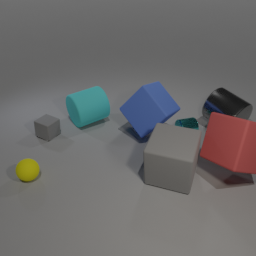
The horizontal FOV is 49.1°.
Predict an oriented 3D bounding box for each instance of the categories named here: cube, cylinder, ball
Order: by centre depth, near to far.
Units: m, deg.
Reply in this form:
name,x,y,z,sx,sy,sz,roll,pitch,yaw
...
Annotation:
name,x,y,z,sx,sy,sz,roll,pitch,yaw
cube,3.205,0.433,8.129,1.400,1.400,1.400,10,8,-29
cube,1.341,0.888,8.451,1.400,1.400,1.400,11,41,18
ball,-3.102,1.295,8.658,0.700,0.700,0.700,0,29,0
cube,0.837,-0.721,10.536,1.400,1.400,1.400,53,33,7
cube,-3.138,-0.021,10.923,0.700,0.700,0.700,19,35,22
cylinder,2.296,-0.033,10.994,0.700,0.700,0.700,-9,31,-16
cylinder,3.944,-0.690,11.194,1.400,1.400,1.400,-21,48,-33
cylinder,-1.680,-0.899,11.726,1.400,1.400,1.400,-23,36,-26
